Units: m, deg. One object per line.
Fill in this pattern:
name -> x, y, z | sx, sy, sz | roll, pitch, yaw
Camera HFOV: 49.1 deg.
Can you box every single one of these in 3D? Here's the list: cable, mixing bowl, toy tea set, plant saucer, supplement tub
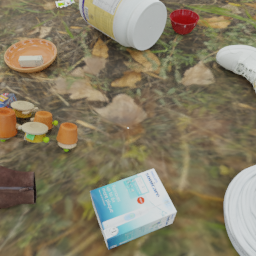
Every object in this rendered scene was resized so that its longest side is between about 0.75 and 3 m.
cable -> 3.352, 1.958, 6.144 | 2.501, 0.866, 2.501 | -8, 56, -1
mixing bowl -> 2.256, -4.235, 11.392 | 1.179, 0.639, 1.179 | 0, 50, 1
toy tea set -> -2.681, 0.116, 7.909 | 2.589, 0.958, 1.539 | 23, 25, 21
plant saucer -> -3.527, -2.621, 10.271 | 1.865, 0.349, 1.865 | 1, 50, -1
supplement tub -> -0.204, -4.383, 10.576 | 2.104, 2.104, 2.894 | -37, 60, -26

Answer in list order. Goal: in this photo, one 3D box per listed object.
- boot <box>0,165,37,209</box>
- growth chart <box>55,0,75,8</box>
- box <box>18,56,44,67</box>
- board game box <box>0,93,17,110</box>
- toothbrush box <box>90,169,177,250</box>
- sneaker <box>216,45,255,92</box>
boot -> -2.911, 1.097, 6.701 | 1.359, 0.591, 1.633 | -6, 92, -2
growth chart -> -2.937, -5.838, 13.061 | 0.902, 0.080, 0.653 | -22, 55, -16
box -> -3.417, -2.356, 9.908 | 0.797, 0.327, 0.272 | 0, 51, 0
board game box -> -4.220, -0.628, 8.590 | 1.421, 0.438, 1.420 | 27, 55, 20
toothbrush box -> 0.098, 1.823, 6.434 | 1.637, 0.698, 1.199 | -16, 53, -14
sneaker -> 4.140, -1.849, 9.240 | 2.589, 0.954, 1.496 | 18, 49, 13
